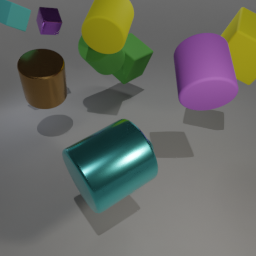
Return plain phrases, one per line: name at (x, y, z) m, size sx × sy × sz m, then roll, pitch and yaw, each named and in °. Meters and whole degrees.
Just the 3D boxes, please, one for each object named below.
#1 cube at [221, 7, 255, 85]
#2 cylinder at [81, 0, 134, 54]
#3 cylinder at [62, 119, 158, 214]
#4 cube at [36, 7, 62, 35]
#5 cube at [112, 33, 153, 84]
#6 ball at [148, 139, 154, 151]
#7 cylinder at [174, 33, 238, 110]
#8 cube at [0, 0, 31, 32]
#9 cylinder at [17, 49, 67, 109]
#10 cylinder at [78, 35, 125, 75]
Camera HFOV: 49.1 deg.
cube at (3.590, -2.470, 8.529) m, size 1.400 × 1.400 × 1.400 m, roll 26°, pitch 54°, yaw -3°
cylinder at (-0.622, -3.356, 8.947) m, size 1.400 × 1.400 × 1.400 m, roll 7°, pitch 57°, yaw 11°
cylinder at (-0.362, 0.728, 5.566) m, size 1.400 × 1.400 × 1.400 m, roll -29°, pitch 41°, yaw -21°
cube at (-2.964, -4.000, 10.511) m, size 0.700 × 0.700 × 0.700 m, roll -10°, pitch 70°, yaw -32°
cube at (-0.021, -3.043, 12.257) m, size 1.400 × 1.400 × 1.400 m, roll 43°, pitch 48°, yaw 13°
ball at (0.331, 0.581, 7.422) m, size 0.700 × 0.700 × 0.700 m, roll 0°, pitch 32°, yaw 0°
cylinder at (1.908, -1.375, 7.029) m, size 1.400 × 1.400 × 1.400 m, roll -1°, pitch 63°, yaw -1°
cube at (-3.639, -3.570, 8.868) m, size 0.700 × 0.700 × 0.700 m, roll 29°, pitch 16°, yaw 30°
cylinder at (-2.704, -1.561, 9.004) m, size 1.400 × 1.400 × 1.400 m, roll 4°, pitch 53°, yaw -5°
cylinder at (-0.969, -2.905, 10.634) m, size 1.400 × 1.400 × 1.400 m, roll 12°, pitch -6°, yaw 19°
